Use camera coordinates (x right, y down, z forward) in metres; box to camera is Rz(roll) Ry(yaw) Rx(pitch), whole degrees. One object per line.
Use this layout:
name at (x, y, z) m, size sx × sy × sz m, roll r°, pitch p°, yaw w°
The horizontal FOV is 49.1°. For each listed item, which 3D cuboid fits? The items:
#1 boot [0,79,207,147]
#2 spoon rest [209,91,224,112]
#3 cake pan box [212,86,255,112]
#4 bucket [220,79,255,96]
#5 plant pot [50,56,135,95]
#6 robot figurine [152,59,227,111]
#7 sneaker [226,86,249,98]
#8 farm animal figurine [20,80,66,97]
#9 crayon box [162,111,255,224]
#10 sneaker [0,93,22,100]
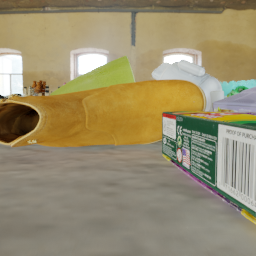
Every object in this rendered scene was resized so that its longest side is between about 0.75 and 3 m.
boot at (-0.412, -0.129, 3.540) m, size 2.542 × 0.895 × 1.820 m, roll -10°, pitch -2°, yaw 25°
spoon rest at (1.376, -0.336, 7.588) m, size 2.756 × 0.835 × 1.370 m, roll -16°, pitch 9°, yaw -16°
cake pan box at (3.553, -0.493, 5.484) m, size 2.783 × 0.728 × 2.563 m, roll -20°, pitch 19°, yaw -29°
bucket at (7.454, -2.229, 18.493) m, size 2.836 × 1.845 × 2.836 m, roll -3°, pitch 7°, yaw 0°
plant pot at (-0.696, -0.538, 6.044) m, size 1.753 × 1.640 × 1.640 m, roll -14°, pitch 7°, yaw -2°
robot figurine at (2.193, -1.389, 10.205) m, size 2.830 × 2.400 × 1.598 m, roll 34°, pitch 65°, yaw 27°
sneaker at (4.574, -1.119, 11.672) m, size 1.102 × 1.244 × 2.977 m, roll -4°, pitch 7°, yaw -28°
farm animal figurine at (-3.243, -1.241, 12.982) m, size 2.749 × 1.434 × 2.719 m, roll 7°, pitch 18°, yaw 0°
crayon box at (1.487, 0.173, 2.580) m, size 1.840 × 0.621 × 2.132 m, roll -1°, pitch 6°, yaw -9°
sneaker at (-5.962, -0.963, 12.547) m, size 1.271 × 1.103 × 2.868 m, roll -14°, pitch -4°, yaw 24°
